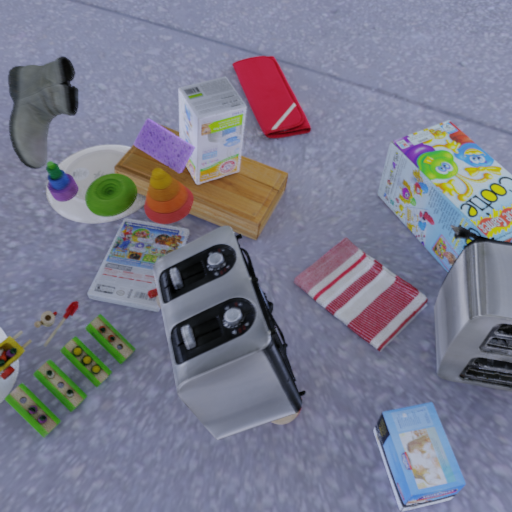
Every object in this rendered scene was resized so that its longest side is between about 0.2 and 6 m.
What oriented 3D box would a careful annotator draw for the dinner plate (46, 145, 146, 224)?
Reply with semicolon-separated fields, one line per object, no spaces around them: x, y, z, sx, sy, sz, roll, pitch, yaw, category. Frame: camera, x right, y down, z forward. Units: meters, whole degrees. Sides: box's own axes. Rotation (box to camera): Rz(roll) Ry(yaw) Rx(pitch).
-3.628;-1.822;13.158;2.614;0.317;2.614;-1;51;1;dinner plate

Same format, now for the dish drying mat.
0.373;-4.377;15.116;1.287;0.305;3.352;-13;53;-9;dish drying mat

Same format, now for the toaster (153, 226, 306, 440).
-0.365;1.141;7.905;1.422;2.397;2.167;-21;49;2;toaster

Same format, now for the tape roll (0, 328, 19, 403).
-5.281;1.995;9.938;1.902;0.665;1.902;0;53;0;tape roll

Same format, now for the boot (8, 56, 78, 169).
-3.972;-2.678;10.605;1.324;2.027;0.686;3;12;24;boot

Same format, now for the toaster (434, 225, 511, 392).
4.369;1.023;9.503;2.786;2.519;1.653;9;54;6;toaster

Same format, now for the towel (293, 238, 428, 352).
2.091;0.697;11.214;1.611;0.254;2.237;-38;61;-25;towel

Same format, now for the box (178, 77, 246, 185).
-0.949;-2.578;11.723;1.086;1.931;0.979;-20;61;-20;box

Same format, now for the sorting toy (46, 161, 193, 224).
-2.651;-1.376;10.445;2.904;1.000;1.007;8;59;11;sorting toy

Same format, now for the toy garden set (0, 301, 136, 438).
-3.485;1.741;9.814;1.781;0.426;2.136;45;61;0;toy garden set

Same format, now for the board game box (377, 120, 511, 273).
4.230;-1.088;11.706;1.626;1.655;3.156;-22;56;-16;board game box

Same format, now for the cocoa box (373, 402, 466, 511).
2.540;3.165;8.881;0.899;0.885;1.348;-9;53;-7;cocoa box

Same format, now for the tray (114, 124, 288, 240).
-1.217;-1.766;12.694;3.502;0.649;1.727;22;54;11;tray

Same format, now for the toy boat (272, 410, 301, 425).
0.294;2.392;9.720;1.110;0.724;0.726;24;26;18;toy boat

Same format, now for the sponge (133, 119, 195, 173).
-1.650;-1.970;10.047;0.991;0.553;0.148;32;19;0;sponge

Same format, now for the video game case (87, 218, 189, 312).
-2.405;0.139;11.687;1.496;0.188;2.090;10;53;8;video game case

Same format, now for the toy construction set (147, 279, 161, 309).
-0.813;0.958;10.436;1.600;1.737;2.083;-18;44;-36;toy construction set
